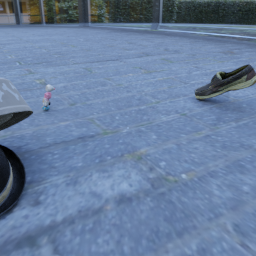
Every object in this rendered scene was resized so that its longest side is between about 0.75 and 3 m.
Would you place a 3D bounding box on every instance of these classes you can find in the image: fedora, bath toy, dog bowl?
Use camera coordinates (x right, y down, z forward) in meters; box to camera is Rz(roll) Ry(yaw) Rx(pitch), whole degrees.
[{"bbox_3d":[-2.897,0.712,5.224,2.101,0.960,2.101,11,37,-9],"label":"fedora"},{"bbox_3d":[-2.764,-1.077,9.722,0.390,0.896,0.331,33,25,31],"label":"bath toy"},{"bbox_3d":[-3.607,-0.202,5.960,2.935,0.861,2.935,-21,3,1],"label":"dog bowl"}]

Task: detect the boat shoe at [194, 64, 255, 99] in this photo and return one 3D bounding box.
[{"bbox_3d":[3.432,-1.701,10.149,2.379,0.782,0.850,-13,27,43],"label":"boat shoe"}]
